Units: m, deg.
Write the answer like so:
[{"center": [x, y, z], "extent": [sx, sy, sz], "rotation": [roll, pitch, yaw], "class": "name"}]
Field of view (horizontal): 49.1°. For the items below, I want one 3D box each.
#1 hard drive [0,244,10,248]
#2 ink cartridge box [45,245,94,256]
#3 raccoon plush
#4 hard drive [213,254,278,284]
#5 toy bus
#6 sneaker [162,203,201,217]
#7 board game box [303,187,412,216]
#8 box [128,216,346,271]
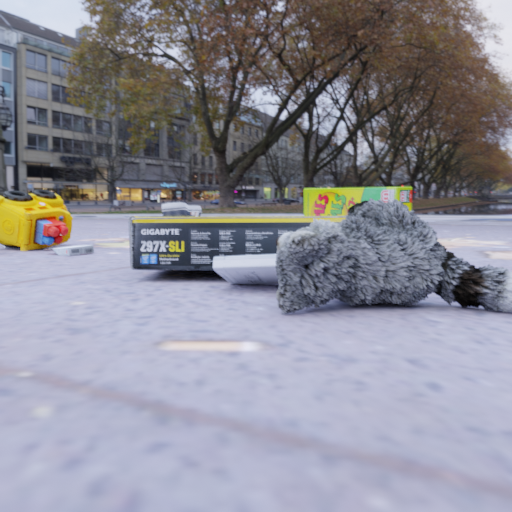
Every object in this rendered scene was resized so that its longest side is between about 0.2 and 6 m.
[{"center": [-5.598, -0.320, 13.595], "extent": [1.041, 0.137, 0.687], "rotation": [-3, 12, -33], "class": "hard drive"}, {"center": [-3.863, -0.095, 11.547], "extent": [0.800, 0.200, 0.648], "rotation": [-5, 3, 32], "class": "ink cartridge box"}, {"center": [1.286, 0.092, 5.336], "extent": [2.329, 1.127, 1.560], "rotation": [4, 15, 34], "class": "raccoon plush"}, {"center": [0.283, 0.168, 6.827], "extent": [1.418, 0.189, 0.935], "rotation": [-2, -15, 12], "class": "hard drive"}, {"center": [-4.844, -0.732, 12.820], "extent": [1.740, 1.230, 1.813], "rotation": [19, 17, 25], "class": "toy bus"}, {"center": [-2.282, -1.057, 17.087], "extent": [0.997, 1.010, 2.543], "rotation": [-6, 2, 9], "class": "sneaker"}, {"center": [2.434, -0.971, 13.852], "extent": [0.669, 1.427, 2.810], "rotation": [-8, 9, -44], "class": "board game box"}, {"center": [0.030, -0.207, 8.649], "extent": [3.320, 0.819, 2.651], "rotation": [0, 0, 4], "class": "box"}]
